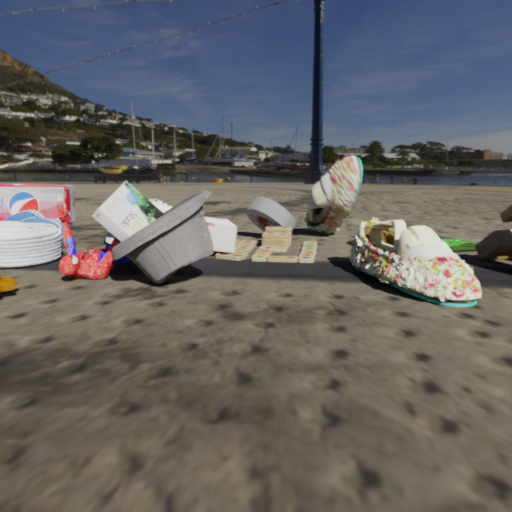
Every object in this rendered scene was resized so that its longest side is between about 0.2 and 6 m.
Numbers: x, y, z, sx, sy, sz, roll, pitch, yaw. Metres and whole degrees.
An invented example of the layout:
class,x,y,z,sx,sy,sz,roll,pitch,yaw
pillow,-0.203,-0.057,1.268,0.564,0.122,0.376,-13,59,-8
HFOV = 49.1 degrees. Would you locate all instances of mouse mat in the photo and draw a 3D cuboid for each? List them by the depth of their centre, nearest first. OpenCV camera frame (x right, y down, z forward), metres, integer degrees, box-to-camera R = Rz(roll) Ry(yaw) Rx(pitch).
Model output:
class,x,y,z,sx,sy,sz,roll,pitch,yaw
mouse mat,3.515,-0.238,11.991,2.607,0.098,2.098,-3,10,-22

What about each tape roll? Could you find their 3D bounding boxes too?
class,x,y,z,sx,sy,sz,roll,pitch,yaw
tape roll,0.333,-0.866,12.899,1.130,0.373,1.130,30,-17,11

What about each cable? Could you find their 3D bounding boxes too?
class,x,y,z,sx,sy,sz,roll,pitch,yaw
cable,-4.472,-0.202,9.994,1.906,0.660,1.906,1,10,-3

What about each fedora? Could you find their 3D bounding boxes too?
class,x,y,z,sx,sy,sz,roll,pitch,yaw
fedora,-1.221,-0.196,8.287,1.724,0.880,1.949,-32,9,1

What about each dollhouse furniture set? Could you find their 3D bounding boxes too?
class,x,y,z,sx,sy,sz,roll,pitch,yaw
dollhouse furniture set,4.845,0.080,9.236,1.812,1.553,1.905,-2,-25,-16

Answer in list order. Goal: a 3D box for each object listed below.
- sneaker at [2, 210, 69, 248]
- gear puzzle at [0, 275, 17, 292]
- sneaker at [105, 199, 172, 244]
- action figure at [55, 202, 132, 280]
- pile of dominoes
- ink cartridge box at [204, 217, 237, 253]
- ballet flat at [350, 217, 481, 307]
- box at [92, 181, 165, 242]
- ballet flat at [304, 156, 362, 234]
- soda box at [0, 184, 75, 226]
class,x,y,z,sx,sy,sz,roll,pitch,yaw
sneaker,-4.831,-0.553,11.763,1.986,0.780,0.885,7,9,35
gear puzzle,-4.545,0.477,6.379,3.542,0.464,1.834,-7,12,-39
sneaker,-1.907,-0.691,11.836,2.495,1.004,0.953,1,4,-17
action figure,-2.359,-0.330,9.182,0.839,1.272,2.571,3,12,19
pile of dominoes,0.248,-0.267,11.188,1.896,0.387,2.433,1,9,7
ink cartridge box,-0.935,-0.448,10.953,0.933,0.527,1.271,5,9,-12
ballet flat,2.120,-0.028,8.082,1.102,0.932,2.915,-4,10,-17
box,-1.705,-0.449,8.355,0.228,1.255,0.906,-37,17,35
ballet flat,1.688,-1.250,12.878,0.943,1.116,2.951,-5,-24,-5
soda box,-6.915,-1.423,15.747,3.390,1.187,1.075,0,9,-3
